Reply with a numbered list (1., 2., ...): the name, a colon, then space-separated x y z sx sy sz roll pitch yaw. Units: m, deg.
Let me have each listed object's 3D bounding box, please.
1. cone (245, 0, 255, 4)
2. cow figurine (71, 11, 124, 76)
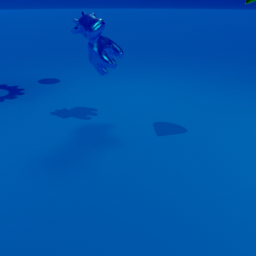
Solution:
1. cone: 2.221 -2.347 4.661 0.860 0.857 0.857 -47 40 -8
2. cow figurine: -0.763 -2.012 6.727 0.750 1.345 1.367 -47 4 -18
